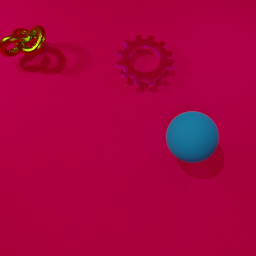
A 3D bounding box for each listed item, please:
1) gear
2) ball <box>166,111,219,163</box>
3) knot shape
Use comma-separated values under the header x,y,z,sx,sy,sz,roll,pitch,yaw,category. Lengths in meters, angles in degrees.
x,y,z,sx,sy,sz,roll,pitch,yaw,category
0.494,-2.000,8.481,1.698,0.314,1.698,0,73,0,gear
1.593,0.225,6.974,1.273,1.273,1.273,0,73,0,ball
-3.004,-2.591,8.269,1.453,0.671,1.360,-12,32,5,knot shape
